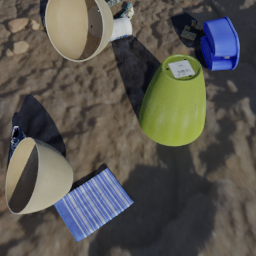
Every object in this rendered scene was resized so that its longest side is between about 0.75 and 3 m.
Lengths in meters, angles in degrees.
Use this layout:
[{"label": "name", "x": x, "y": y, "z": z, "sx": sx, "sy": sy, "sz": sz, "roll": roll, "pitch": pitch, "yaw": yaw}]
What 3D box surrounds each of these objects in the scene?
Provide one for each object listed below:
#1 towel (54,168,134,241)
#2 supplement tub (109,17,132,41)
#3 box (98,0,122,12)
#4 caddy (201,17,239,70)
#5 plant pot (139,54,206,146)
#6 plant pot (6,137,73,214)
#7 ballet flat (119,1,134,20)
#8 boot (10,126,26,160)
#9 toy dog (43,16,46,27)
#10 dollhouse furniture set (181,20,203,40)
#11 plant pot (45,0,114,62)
[{"label": "towel", "x": -1.030, "y": 2.209, "z": 8.318, "sx": 1.967, "sy": 0.235, "sz": 1.424, "roll": -31, "pitch": 62, "yaw": -20}, {"label": "supplement tub", "x": -0.554, "y": -4.377, "z": 12.467, "sx": 1.278, "sy": 0.843, "sz": 0.843, "roll": -18, "pitch": 58, "yaw": -13}, {"label": "box", "x": -1.601, "y": -6.631, "z": 14.243, "sx": 1.943, "sy": 0.462, "sz": 1.877, "roll": -39, "pitch": 61, "yaw": -23}, {"label": "caddy", "x": 3.807, "y": -3.389, "z": 11.331, "sx": 1.219, "sy": 1.641, "sz": 2.322, "roll": -8, "pitch": 56, "yaw": 2}, {"label": "plant pot", "x": 1.583, "y": -1.057, "z": 9.164, "sx": 2.364, "sy": 2.526, "sz": 2.364, "roll": 0, "pitch": 56, "yaw": 0}, {"label": "plant pot", "x": -2.407, "y": 1.412, "z": 8.021, "sx": 1.380, "sy": 2.056, "sz": 2.056, "roll": 17, "pitch": 44, "yaw": -41}, {"label": "ballet flat", "x": 0.004, "y": -5.548, "z": 13.557, "sx": 0.520, "sy": 0.520, "sz": 1.445, "roll": 16, "pitch": 57, "yaw": 11}, {"label": "boot", "x": -3.656, "y": 0.634, "z": 9.153, "sx": 0.505, "sy": 0.628, "sz": 1.389, "roll": -8, "pitch": 56, "yaw": -5}, {"label": "toy dog", "x": -2.895, "y": -5.669, "z": 12.553, "sx": 1.811, "sy": 2.746, "sz": 1.323, "roll": 32, "pitch": 40, "yaw": -8}, {"label": "dollhouse furniture set", "x": 2.991, "y": -4.420, "z": 12.915, "sx": 0.788, "sy": 0.675, "sz": 0.829, "roll": 23, "pitch": 93, "yaw": 16}, {"label": "plant pot", "x": -1.623, "y": -4.139, "z": 11.107, "sx": 2.704, "sy": 2.704, "sz": 1.815, "roll": 27, "pitch": 32, "yaw": 17}]
